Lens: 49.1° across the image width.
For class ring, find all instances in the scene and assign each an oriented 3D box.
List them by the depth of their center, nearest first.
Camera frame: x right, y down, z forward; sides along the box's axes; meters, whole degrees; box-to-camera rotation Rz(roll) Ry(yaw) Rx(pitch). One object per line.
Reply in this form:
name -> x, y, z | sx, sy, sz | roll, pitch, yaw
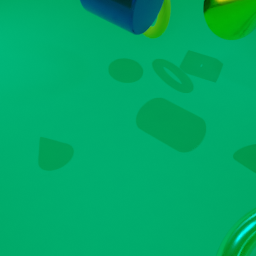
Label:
ring -> 1.755, 1.532, 3.133 | 0.370, 1.850, 1.850 | 46, 62, -11
ring -> 0.648, -3.312, 7.760 | 0.321, 1.607, 1.607 | -15, 57, -23

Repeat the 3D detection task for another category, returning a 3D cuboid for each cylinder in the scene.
cylinder -> -0.096, -2.845, 5.826 | 1.353, 1.353, 1.353 | 32, 62, 17

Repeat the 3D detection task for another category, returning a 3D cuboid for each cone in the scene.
cone -> 2.027, -2.101, 4.606 | 1.179, 1.179, 1.183 | -8, 14, -6
